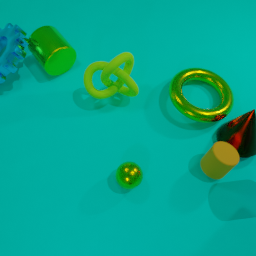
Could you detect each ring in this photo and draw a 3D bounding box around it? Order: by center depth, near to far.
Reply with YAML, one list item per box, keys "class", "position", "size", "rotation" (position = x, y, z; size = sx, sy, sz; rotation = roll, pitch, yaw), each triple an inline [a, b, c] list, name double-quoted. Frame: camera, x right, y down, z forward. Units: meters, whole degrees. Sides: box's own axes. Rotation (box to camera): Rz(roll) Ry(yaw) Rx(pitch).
- class: "ring"
  position: [2.133, -0.990, 8.148]
  size: [1.933, 0.387, 1.933]
  rotation: [4, 58, -6]

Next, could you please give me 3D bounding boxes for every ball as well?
- class: "ball"
  position: [0.030, 1.204, 7.117]
  size: [0.707, 0.707, 0.707]
  rotation: [0, 65, 0]

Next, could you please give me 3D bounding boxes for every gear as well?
- class: "gear"
  position: [-3.829, -2.208, 8.384]
  size: [1.969, 0.364, 1.969]
  rotation: [-13, 61, 25]

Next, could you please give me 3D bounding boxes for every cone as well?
- class: "cone"
  position: [3.077, -0.080, 7.283]
  size: [1.246, 1.251, 1.246]
  rotation: [-1, 53, 1]

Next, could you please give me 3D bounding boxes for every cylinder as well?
- class: "cylinder"
  position: [2.336, 0.833, 7.169]
  size: [0.721, 0.721, 0.721]
  rotation: [10, 49, -11]
- class: "cylinder"
  position: [-2.305, -2.350, 8.539]
  size: [1.085, 1.085, 1.085]
  rotation: [-35, 70, -15]

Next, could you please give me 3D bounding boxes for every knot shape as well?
- class: "knot shape"
  position: [-0.316, -1.324, 7.821]
  size: [1.580, 1.478, 0.730]
  rotation: [-29, 46, 25]
